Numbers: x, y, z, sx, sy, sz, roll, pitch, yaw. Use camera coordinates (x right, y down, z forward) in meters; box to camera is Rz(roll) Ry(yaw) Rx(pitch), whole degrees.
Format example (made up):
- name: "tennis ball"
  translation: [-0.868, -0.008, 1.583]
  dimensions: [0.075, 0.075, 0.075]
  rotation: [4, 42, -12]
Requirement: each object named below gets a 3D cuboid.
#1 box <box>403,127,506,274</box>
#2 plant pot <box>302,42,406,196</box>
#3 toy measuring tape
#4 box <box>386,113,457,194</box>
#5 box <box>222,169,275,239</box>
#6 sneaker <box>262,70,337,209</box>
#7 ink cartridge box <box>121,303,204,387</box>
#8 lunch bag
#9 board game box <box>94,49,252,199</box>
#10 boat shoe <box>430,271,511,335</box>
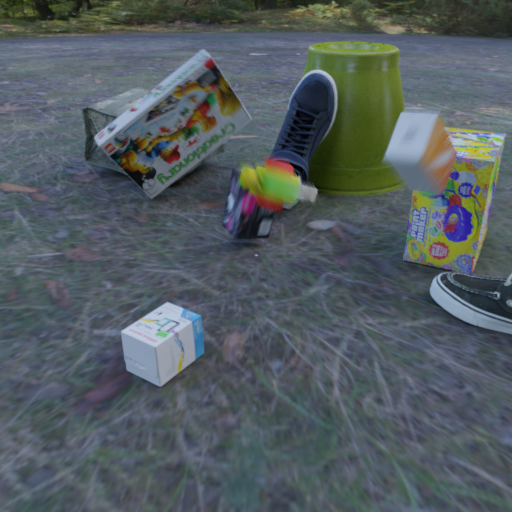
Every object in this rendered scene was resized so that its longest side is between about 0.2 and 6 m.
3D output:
- name: "box"
  translation: [3.563, -1.066, 10.068]
  dimensions: [1.232, 2.019, 1.945]
  rotation: [13, 30, 24]
- name: "plant pot"
  translation: [2.255, -3.465, 13.570]
  dimensions: [3.227, 3.107, 3.227]
  rotation: [1, 27, 0]
- name: "toy measuring tape"
  translation: [0.511, -0.988, 8.347]
  dimensions: [0.731, 0.731, 1.988]
  rotation: [24, 11, 38]
- name: "box"
  translation: [2.444, -1.490, 8.219]
  dimensions: [0.554, 0.707, 1.137]
  rotation: [15, -11, 37]
- name: "box"
  translation: [-0.091, -0.973, 10.372]
  dimensions: [0.762, 1.154, 0.662]
  rotation: [-2, 29, -30]
- name: "sneaker"
  translation: [0.866, -2.322, 11.795]
  dimensions: [1.096, 2.882, 2.083]
  rotation: [21, 31, 2]
- name: "ink cartridge box"
  translation: [-1.206, 1.138, 7.305]
  dimensions: [0.633, 0.630, 0.863]
  rotation: [16, 31, 31]
- name: "lunch bag"
  translation: [-2.472, -3.018, 14.176]
  dimensions: [2.956, 1.738, 2.424]
  rotation: [21, 36, 17]
- name: "board game box"
  translation: [-1.714, -2.739, 11.974]
  dimensions: [2.911, 1.838, 0.504]
  rotation: [-38, 47, 4]
- name: "boat shoe"
  translation: [3.926, 0.627, 8.005]
  dimensions: [2.830, 0.901, 1.000]
  rotation: [20, 33, 33]
